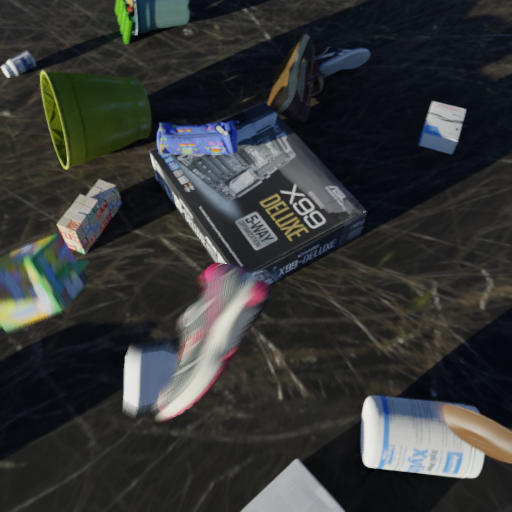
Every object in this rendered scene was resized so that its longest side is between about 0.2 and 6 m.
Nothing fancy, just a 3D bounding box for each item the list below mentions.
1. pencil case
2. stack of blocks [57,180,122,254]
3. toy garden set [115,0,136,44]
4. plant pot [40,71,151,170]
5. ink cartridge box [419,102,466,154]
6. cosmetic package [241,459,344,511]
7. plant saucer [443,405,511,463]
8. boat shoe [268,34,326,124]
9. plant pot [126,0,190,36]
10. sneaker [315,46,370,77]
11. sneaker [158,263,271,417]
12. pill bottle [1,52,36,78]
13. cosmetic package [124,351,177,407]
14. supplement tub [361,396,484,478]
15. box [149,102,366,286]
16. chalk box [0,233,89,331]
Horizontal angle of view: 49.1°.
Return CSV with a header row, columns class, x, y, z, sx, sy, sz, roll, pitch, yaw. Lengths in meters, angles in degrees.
class,x,y,z,sx,sy,sz,roll,pitch,yaw
pencil case,-1.185,-2.392,11.385,1.692,0.735,0.660,-1,83,1
stack of blocks,-3.373,-0.866,11.458,0.424,0.833,1.446,21,59,13
toy garden set,-3.398,-6.671,14.939,0.312,1.304,1.564,-4,56,-25
plant pot,-3.463,-3.120,12.398,1.996,2.073,2.073,-16,58,-24
ink cartridge box,4.385,-3.102,13.105,0.801,0.468,1.380,18,59,11
cosmetic package,0.407,4.295,8.353,1.947,0.503,1.468,-36,62,-21
plant saucer,2.638,2.109,6.506,1.054,1.054,0.193,29,73,17
boat shoe,1.110,-4.287,13.682,1.074,1.077,2.985,30,45,-17
plant pot,-2.606,-6.721,14.921,1.476,1.507,1.507,-11,58,-15
sneaker,2.142,-5.084,14.302,1.484,0.582,0.589,-20,65,-10
sneaker,-0.584,0.973,6.366,0.724,0.781,1.938,33,101,8
pill bottle,-6.051,-4.845,14.252,0.750,0.416,0.416,-37,65,-21
cosmetic package,-1.482,1.711,7.866,0.634,0.632,0.390,0,5,-44
supplement tub,2.589,2.861,8.904,1.717,1.133,1.133,5,58,4
box,-0.038,-1.292,11.652,2.951,0.931,3.743,-27,61,-16
chalk box,-2.488,0.255,6.466,1.142,0.707,0.711,-20,21,17
